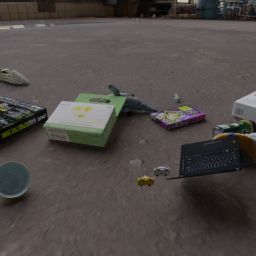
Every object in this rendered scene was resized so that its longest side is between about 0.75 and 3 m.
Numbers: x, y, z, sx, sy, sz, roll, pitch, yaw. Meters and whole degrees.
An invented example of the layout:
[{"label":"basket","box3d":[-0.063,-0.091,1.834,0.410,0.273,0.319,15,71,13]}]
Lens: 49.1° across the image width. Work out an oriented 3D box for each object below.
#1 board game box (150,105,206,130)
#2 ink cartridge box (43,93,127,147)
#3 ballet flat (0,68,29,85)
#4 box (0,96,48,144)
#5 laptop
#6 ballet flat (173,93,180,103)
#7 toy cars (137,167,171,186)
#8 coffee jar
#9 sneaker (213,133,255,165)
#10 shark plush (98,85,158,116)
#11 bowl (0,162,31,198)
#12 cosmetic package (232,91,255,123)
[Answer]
[{"label":"board game box","box3d":[1.925,-0.450,10.825,1.875,0.303,1.125,-14,26,-26]},{"label":"ink cartridge box","box3d":[-1.391,-0.624,10.032,2.081,0.686,2.860,7,43,14]},{"label":"ballet flat","box3d":[-6.247,-2.773,14.943,2.138,0.767,0.767,13,30,23]},{"label":"box","box3d":[-4.773,-0.357,10.261,2.607,0.619,2.518,15,32,26]},{"label":"laptop","box3d":[1.888,0.706,6.957,1.583,0.922,1.786,-12,41,26]},{"label":"ballet flat","box3d":[2.183,-1.395,12.688,0.280,0.280,0.754,-3,27,-6]},{"label":"toy cars","box3d":[0.573,1.076,6.354,0.821,0.368,0.182,-34,31,12]},{"label":"coffee jar","box3d":[3.429,0.191,8.963,1.473,0.768,0.628,-10,14,-22]},{"label":"sneaker","box3d":[3.651,0.562,8.393,2.376,0.894,1.047,6,11,5]},{"label":"shark plush","box3d":[-0.032,-0.799,11.445,2.394,1.087,0.997,18,46,-10]},{"label":"bowl","box3d":[-2.896,1.315,6.942,0.892,0.892,0.480,-18,-10,-31]},{"label":"cosmetic package","box3d":[5.684,-0.638,10.759,1.944,0.666,2.578,-21,33,-40]}]
